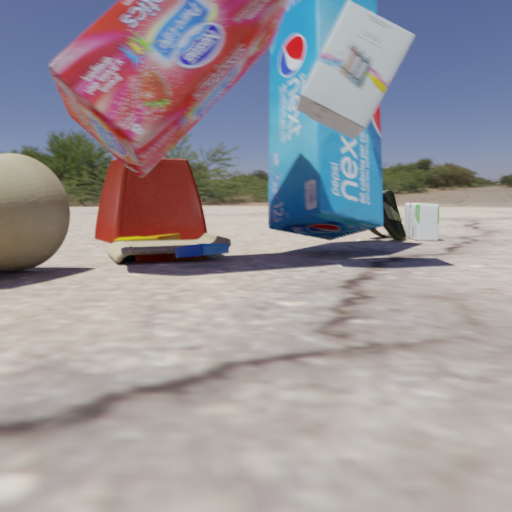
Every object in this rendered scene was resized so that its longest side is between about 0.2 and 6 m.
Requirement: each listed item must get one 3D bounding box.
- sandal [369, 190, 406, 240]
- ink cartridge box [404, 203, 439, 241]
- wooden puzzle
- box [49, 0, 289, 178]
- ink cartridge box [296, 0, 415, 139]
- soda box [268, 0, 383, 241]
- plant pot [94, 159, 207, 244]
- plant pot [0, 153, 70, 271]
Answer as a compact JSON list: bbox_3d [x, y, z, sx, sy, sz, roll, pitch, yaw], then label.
[{"bbox_3d":[3.059,-0.855,13.504,0.836,1.164,2.931,-16,-4,14],"label":"sandal"},{"bbox_3d":[3.873,-0.807,13.159,0.492,0.852,1.171,0,6,0],"label":"ink cartridge box"},{"bbox_3d":[-1.504,-0.101,9.402,1.979,0.343,2.933,-6,7,-12],"label":"wooden puzzle"},{"bbox_3d":[-1.097,-2.799,7.725,1.489,3.120,1.555,41,-13,-2],"label":"box"},{"bbox_3d":[1.328,-2.521,7.827,1.025,1.417,1.029,28,4,0],"label":"ink cartridge box"},{"bbox_3d":[1.239,-2.680,10.187,1.534,4.523,1.451,9,-13,-34],"label":"soda box"},{"bbox_3d":[-2.466,-1.289,12.931,2.124,1.873,2.126,-3,6,-29],"label":"plant pot"},{"bbox_3d":[-3.393,-0.506,6.867,1.615,1.615,1.725,0,6,2],"label":"plant pot"}]
